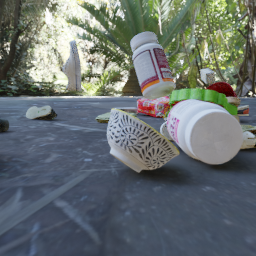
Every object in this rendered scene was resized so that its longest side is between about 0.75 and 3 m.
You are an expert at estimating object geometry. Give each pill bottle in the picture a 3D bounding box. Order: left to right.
[{"bbox_3d":[0.887,-2.354,10.603,1.260,2.299,1.260,-14,-14,-4],"label":"pill bottle"},{"bbox_3d":[1.753,0.023,6.771,1.325,1.325,2.337,0,8,-1],"label":"pill bottle"}]

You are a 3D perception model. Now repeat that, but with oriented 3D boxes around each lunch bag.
[{"bbox_3d":[1.643,-1.263,16.273,2.083,0.969,2.364,-12,19,-32],"label":"lunch bag"}]

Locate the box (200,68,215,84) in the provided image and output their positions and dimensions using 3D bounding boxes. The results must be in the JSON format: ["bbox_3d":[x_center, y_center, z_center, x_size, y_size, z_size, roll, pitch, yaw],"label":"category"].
[{"bbox_3d":[3.621,-2.373,12.736,0.411,0.494,1.202,-10,20,6],"label":"box"}]

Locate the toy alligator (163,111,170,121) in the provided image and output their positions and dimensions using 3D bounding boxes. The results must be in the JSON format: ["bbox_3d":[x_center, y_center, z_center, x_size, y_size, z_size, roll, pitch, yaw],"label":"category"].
[{"bbox_3d":[2.086,-0.496,13.382,0.724,0.525,2.184,-24,9,24],"label":"toy alligator"}]

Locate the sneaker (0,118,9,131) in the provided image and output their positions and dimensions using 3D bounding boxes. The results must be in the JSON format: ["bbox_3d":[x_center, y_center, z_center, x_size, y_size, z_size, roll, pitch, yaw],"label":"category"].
[{"bbox_3d":[-5.402,-0.196,10.633,1.635,0.625,0.936,13,7,30],"label":"sneaker"}]

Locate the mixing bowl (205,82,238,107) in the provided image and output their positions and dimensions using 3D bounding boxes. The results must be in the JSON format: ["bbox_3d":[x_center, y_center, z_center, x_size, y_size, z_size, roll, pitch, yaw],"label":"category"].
[{"bbox_3d":[4.720,-1.206,14.084,1.093,2.018,2.018,15,-3,-39],"label":"mixing bowl"}]

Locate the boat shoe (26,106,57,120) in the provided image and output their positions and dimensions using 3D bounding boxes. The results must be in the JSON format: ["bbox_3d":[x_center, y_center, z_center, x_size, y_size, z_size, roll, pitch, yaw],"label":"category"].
[{"bbox_3d":[-4.592,-0.716,14.719,2.025,0.727,0.685,-1,-23,33],"label":"boat shoe"}]

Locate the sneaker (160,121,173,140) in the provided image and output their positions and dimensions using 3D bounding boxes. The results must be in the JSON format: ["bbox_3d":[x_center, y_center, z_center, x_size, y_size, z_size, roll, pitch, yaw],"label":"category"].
[{"bbox_3d":[1.895,-0.105,9.429,2.163,0.797,1.250,-16,4,-17],"label":"sneaker"}]

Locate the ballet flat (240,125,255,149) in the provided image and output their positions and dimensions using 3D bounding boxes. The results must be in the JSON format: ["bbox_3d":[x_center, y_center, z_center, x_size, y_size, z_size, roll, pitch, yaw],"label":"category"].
[{"bbox_3d":[3.350,0.275,7.601,2.003,0.708,0.708,-4,9,-25],"label":"ballet flat"}]

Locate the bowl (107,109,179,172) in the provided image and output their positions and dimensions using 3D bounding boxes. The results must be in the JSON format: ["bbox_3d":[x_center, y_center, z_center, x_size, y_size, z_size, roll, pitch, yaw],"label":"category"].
[{"bbox_3d":[0.137,0.379,5.484,1.587,0.745,1.587,33,-8,5],"label":"bowl"}]

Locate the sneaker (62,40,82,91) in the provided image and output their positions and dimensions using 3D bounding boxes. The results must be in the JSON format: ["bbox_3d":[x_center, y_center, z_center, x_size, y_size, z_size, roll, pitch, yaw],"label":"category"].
[{"bbox_3d":[-2.203,-2.368,10.900,0.713,2.014,0.735,-6,26,-12],"label":"sneaker"}]

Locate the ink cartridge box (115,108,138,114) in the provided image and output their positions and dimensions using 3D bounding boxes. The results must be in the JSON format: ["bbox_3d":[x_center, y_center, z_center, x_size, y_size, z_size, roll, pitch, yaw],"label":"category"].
[{"bbox_3d":[-0.156,-1.101,17.949,1.378,0.484,1.695,-1,1,-7],"label":"ink cartridge box"}]

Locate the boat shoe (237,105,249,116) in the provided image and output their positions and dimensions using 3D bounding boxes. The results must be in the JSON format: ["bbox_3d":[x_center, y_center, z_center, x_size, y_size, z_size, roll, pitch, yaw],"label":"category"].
[{"bbox_3d":[6.129,-1.027,16.512,1.930,0.604,0.687,0,10,10],"label":"boat shoe"}]

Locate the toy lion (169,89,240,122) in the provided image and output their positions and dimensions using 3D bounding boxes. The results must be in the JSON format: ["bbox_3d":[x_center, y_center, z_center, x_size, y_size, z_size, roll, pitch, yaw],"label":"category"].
[{"bbox_3d":[2.529,-0.789,10.251,2.641,0.946,2.755,14,-10,-28],"label":"toy lion"}]

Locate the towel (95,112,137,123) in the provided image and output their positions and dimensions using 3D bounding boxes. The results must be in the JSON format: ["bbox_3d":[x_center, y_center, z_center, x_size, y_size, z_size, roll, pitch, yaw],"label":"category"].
[{"bbox_3d":[-0.505,-0.537,13.863,1.588,0.391,2.141,4,9,19],"label":"towel"}]
